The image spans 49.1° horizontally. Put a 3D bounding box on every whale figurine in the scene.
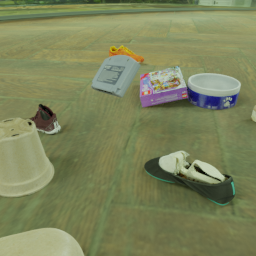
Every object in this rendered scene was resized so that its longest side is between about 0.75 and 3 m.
[{"bbox_3d":[-1.773,2.372,3.893,2.782,1.444,2.213,-11,10,30],"label":"whale figurine"}]

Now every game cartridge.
[{"bbox_3d":[-0.354,-1.454,7.650,1.118,0.349,1.680,-57,34,-6],"label":"game cartridge"}]

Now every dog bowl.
[{"bbox_3d":[3.309,-1.469,10.975,1.963,0.773,1.963,0,29,0],"label":"dog bowl"}]

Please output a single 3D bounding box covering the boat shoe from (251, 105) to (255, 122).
[{"bbox_3d":[4.969,-0.330,9.172,1.712,0.556,0.618,20,35,31],"label":"boat shoe"}]

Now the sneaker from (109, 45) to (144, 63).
[{"bbox_3d":[-0.156,-4.029,15.429,2.317,0.894,0.845,20,34,28],"label":"sneaker"}]

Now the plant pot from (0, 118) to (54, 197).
[{"bbox_3d":[-2.634,0.594,6.667,1.544,1.413,1.544,0,30,0],"label":"plant pot"}]

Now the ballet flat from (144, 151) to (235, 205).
[{"bbox_3d":[1.414,0.988,6.605,2.287,0.782,0.778,18,36,30],"label":"ballet flat"}]

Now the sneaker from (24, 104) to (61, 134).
[{"bbox_3d":[-2.903,-0.370,8.882,1.575,0.910,0.596,6,30,11],"label":"sneaker"}]

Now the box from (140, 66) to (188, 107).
[{"bbox_3d":[1.379,-1.734,11.335,1.739,0.497,2.542,-11,28,10],"label":"box"}]
